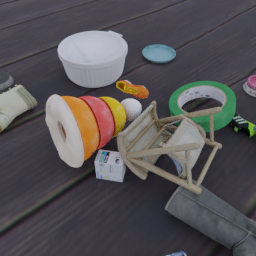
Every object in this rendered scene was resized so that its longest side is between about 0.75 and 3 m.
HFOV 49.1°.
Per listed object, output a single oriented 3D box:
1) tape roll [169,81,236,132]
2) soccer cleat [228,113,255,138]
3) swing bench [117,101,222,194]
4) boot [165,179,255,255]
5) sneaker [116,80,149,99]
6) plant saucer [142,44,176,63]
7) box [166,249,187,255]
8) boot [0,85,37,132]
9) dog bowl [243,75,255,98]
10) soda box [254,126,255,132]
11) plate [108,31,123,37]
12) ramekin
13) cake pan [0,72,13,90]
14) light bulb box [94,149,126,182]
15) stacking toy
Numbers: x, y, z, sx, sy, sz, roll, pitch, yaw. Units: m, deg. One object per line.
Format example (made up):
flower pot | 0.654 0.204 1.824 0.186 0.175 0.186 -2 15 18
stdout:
tape roll | 2.631 -0.809 10.004 2.273 0.546 2.273 -9 42 8
soccer cleat | 3.772 -0.161 9.760 1.378 0.465 0.559 33 55 26
swing bench | 1.274 0.388 8.119 2.331 1.512 2.318 7 32 30
boot | 2.053 2.513 6.674 2.614 0.949 2.377 33 39 20
sneaker | 0.095 -0.890 6.660 0.897 0.327 0.346 23 30 33
plant saucer | 1.470 -3.504 13.330 1.581 0.217 1.581 0 45 0
box | 0.833 3.406 6.234 1.385 0.276 0.948 -14 46 -14
boot | -4.808 -1.007 10.310 2.451 0.883 1.895 30 52 20
dog bowl | 5.315 -1.705 11.341 1.164 0.429 1.164 0 45 0
soda box | 5.707 -0.079 9.164 2.828 0.899 0.967 -12 66 -13
plate | -0.891 -4.763 14.661 0.888 0.144 0.890 30 51 26
ramekin | -1.453 -2.888 11.897 2.857 1.330 2.857 0 44 0
cake pan | -5.475 -2.003 11.795 1.189 0.218 1.189 0 44 0
light bulb box | -0.507 1.109 8.200 0.801 0.794 0.500 8 43 9
stacking toy | -0.786 -0.273 8.490 2.955 2.159 2.159 -21 48 -27
